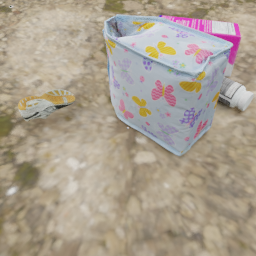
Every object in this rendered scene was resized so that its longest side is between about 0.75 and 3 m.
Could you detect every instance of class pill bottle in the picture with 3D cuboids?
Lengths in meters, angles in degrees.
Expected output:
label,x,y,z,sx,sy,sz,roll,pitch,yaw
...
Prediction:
label,x,y,z,sx,sy,sz,roll,pitch,yaw
pill bottle,2.822,-0.976,7.770,1.134,0.660,0.660,36,57,27

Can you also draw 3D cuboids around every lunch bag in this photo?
label,x,y,z,sx,sy,sz,roll,pitch,yaw
lunch bag,0.672,-1.199,6.720,2.892,2.452,1.839,30,53,29

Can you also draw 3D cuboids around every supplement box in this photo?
label,x,y,z,sx,sy,sz,roll,pitch,yaw
supplement box,2.009,-2.542,8.596,2.487,1.258,1.285,11,39,10

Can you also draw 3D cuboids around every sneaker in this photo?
label,x,y,z,sx,sy,sz,roll,pitch,yaw
sneaker,-2.077,-0.570,7.256,1.420,0.623,0.537,-14,52,-21
